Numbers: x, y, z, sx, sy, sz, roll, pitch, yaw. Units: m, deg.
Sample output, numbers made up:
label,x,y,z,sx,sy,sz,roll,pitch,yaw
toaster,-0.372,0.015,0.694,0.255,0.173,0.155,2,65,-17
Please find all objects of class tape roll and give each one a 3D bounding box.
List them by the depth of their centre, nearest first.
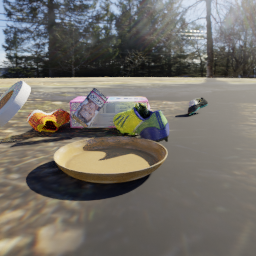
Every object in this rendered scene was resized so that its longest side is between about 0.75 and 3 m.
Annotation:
label,x,y,z,sx,sy,sz,roll,pitch,yaw
tape roll,-3.274,-0.636,7.612,0.283,1.550,1.550,43,-15,-34

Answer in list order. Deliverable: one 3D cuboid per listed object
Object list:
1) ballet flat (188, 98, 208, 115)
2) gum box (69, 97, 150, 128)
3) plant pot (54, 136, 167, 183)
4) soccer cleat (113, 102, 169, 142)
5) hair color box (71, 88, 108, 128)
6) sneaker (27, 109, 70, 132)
label,x,y,z,sx,sy,sz,roll,pitch,yaw
ballet flat,2.730,-0.920,11.312,1.397,0.478,0.475,-25,-6,-46
gum box,-0.500,-0.561,9.222,2.552,0.844,1.449,0,12,1
plant pot,-0.319,0.571,5.338,2.120,0.291,2.120,0,14,0
soccer cleat,0.276,-0.255,7.365,0.768,0.994,2.375,-20,20,-23
hair color box,-1.078,-0.575,7.950,1.068,0.534,0.323,-58,15,-27
sneaker,-2.219,-0.148,8.274,0.683,0.646,1.770,43,21,12
